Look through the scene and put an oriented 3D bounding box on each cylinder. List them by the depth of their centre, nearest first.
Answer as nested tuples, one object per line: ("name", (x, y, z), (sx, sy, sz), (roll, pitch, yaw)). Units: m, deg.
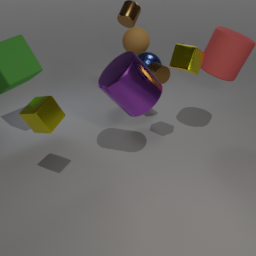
("cylinder", (0.075, -1.280, 8.301), (1.400, 1.400, 1.400), (-32, 35, 25))
("cylinder", (3.346, -2.542, 9.590), (1.400, 1.400, 1.400), (16, 32, -10))
("cylinder", (0.042, -4.229, 10.419), (0.700, 0.700, 0.700), (17, 77, 28))
("cylinder", (1.185, -2.155, 10.979), (0.700, 0.700, 0.700), (-13, 32, -23))

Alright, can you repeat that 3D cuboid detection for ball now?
("ball", (0.792, -2.564, 12.109), (1.400, 1.400, 1.400), (0, 29, 0))
("ball", (0.413, -4.440, 14.359), (1.400, 1.400, 1.400), (0, 29, 0))

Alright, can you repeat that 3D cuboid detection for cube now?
("cube", (-2.210, -0.344, 7.270), (0.700, 0.700, 0.700), (1, 45, 36))
("cube", (1.798, -2.080, 8.525), (0.700, 0.700, 0.700), (23, 10, 36))
("cube", (-4.196, -2.212, 9.929), (1.400, 1.400, 1.400), (-13, 21, 49))
